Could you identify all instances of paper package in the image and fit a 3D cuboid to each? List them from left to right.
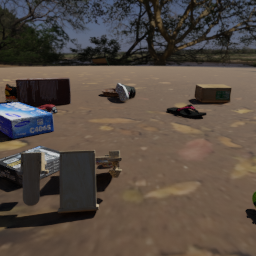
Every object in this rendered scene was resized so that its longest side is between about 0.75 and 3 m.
[{"bbox_3d":[4.406,-1.816,14.592,1.521,0.787,1.450,0,16,-1],"label":"paper package"}]

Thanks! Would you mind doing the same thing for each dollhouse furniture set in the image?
[{"bbox_3d":[-1.010,0.983,5.422,1.704,0.976,1.999,-1,-8,-7],"label":"dollhouse furniture set"}]

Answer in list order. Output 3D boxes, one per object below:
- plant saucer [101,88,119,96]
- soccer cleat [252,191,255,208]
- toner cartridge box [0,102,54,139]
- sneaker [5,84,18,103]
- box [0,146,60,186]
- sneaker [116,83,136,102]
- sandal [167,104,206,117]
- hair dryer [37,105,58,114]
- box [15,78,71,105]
[{"bbox_3d":[-0.723,-2.115,16.603,1.712,0.295,1.712,1,16,0],"label":"plant saucer"},{"bbox_3d":[2.411,1.306,4.263,0.458,0.382,1.130,14,9,-27],"label":"soccer cleat"},{"bbox_3d":[-3.819,-0.348,9.592,1.358,0.617,2.860,-14,21,-40],"label":"toner cartridge box"},{"bbox_3d":[-5.110,-1.852,14.280,2.247,1.011,0.786,-3,16,-11],"label":"sneaker"},{"bbox_3d":[-2.073,0.781,6.091,0.994,0.314,1.261,11,18,33],"label":"box"},{"bbox_3d":[0.030,-1.879,14.985,1.021,0.728,2.058,9,21,-18],"label":"sneaker"},{"bbox_3d":[2.329,-0.759,11.447,0.707,0.424,1.882,-12,20,-37],"label":"sandal"},{"bbox_3d":[-3.434,-0.782,11.246,1.113,0.397,1.461,4,0,-21],"label":"hair dryer"},{"bbox_3d":[-4.067,-1.809,13.651,2.488,1.246,0.932,-2,13,-11],"label":"box"}]
